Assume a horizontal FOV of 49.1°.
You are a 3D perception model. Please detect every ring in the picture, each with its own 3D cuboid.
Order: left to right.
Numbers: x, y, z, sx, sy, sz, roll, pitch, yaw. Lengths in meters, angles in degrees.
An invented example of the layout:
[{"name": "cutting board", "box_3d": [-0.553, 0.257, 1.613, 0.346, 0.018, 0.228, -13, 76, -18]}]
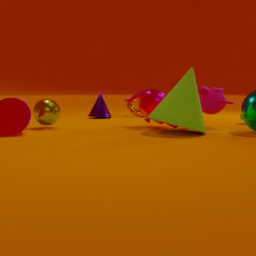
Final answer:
[{"name": "ring", "box_3d": [0.640, -0.977, 13.010, 1.413, 0.283, 1.413, 7, 37, -6]}]

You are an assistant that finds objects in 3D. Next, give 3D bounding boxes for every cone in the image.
[{"name": "cone", "box_3d": [-3.118, -0.123, 7.802, 1.091, 1.091, 1.095, -1, -19, -4]}, {"name": "cone", "box_3d": [-1.213, -1.000, 12.190, 1.042, 1.046, 1.042, 2, 3, 0]}, {"name": "cone", "box_3d": [1.550, -0.866, 7.712, 1.649, 1.655, 1.649, 15, 3, -1]}]

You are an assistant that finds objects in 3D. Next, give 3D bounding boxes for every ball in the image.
[{"name": "ball", "box_3d": [-2.543, -0.490, 8.783, 0.835, 0.835, 0.835, 0, 7, 0]}, {"name": "ball", "box_3d": [3.785, -0.487, 7.685, 1.280, 1.280, 1.280, 0, 7, 0]}]

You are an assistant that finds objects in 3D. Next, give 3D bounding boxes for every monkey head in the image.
[{"name": "monkey head", "box_3d": [2.571, -0.868, 8.881, 1.007, 0.844, 1.400, 10, -20, -43]}]

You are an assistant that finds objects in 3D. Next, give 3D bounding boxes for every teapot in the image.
[{"name": "teapot", "box_3d": [0.819, -0.644, 9.001, 2.021, 0.990, 1.257, 34, -4, 16]}]

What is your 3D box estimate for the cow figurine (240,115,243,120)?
[{"name": "cow figurine", "box_3d": [4.597, -0.713, 9.848, 1.129, 1.111, 0.619, 23, 17, 41]}]
